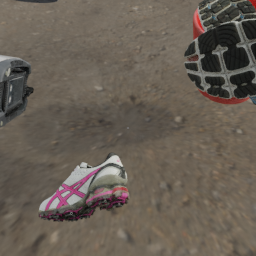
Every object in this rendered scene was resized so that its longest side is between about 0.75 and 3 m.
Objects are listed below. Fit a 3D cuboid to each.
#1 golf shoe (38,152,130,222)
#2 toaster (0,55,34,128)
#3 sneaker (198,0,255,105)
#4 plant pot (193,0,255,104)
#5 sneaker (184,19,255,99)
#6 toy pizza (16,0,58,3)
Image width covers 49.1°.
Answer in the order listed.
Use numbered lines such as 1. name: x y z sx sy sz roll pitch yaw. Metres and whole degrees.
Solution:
1. golf shoe: -0.605 0.827 3.691 1.456 0.529 0.671 -26 55 26
2. toaster: -2.675 -0.805 5.141 1.379 1.213 2.135 12 16 -6
3. sneaker: 1.837 -1.287 4.806 0.878 1.008 2.241 -24 75 -2
4. plant pot: 2.484 -1.721 6.602 2.124 1.880 2.124 -1 53 2
5. sneaker: 2.077 -1.020 3.731 2.653 1.021 1.126 -4 10 37
6. toy pizza: -2.671 -3.669 7.647 1.535 0.243 1.535 2 15 -1
